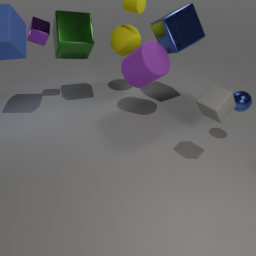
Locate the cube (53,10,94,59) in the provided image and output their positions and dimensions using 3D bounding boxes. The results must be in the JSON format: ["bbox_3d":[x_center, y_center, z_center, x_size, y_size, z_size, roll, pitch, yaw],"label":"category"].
[{"bbox_3d":[-2.285,-3.785,11.558,1.400,1.400,1.400,-4,-11,-21],"label":"cube"}]

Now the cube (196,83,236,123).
[{"bbox_3d":[2.473,-0.690,7.840,0.700,0.700,0.700,-49,49,-6],"label":"cube"}]

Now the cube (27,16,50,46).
[{"bbox_3d":[-3.568,-3.858,11.197,0.700,0.700,0.700,12,58,-29],"label":"cube"}]

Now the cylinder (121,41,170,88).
[{"bbox_3d":[0.675,-2.448,10.946,1.400,1.400,1.400,-29,5,-38],"label":"cylinder"}]

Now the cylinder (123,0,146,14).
[{"bbox_3d":[0.255,-5.063,11.376,0.700,0.700,0.700,24,39,25],"label":"cylinder"}]

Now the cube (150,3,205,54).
[{"bbox_3d":[1.981,-3.950,11.326,1.400,1.400,1.400,-31,18,-8],"label":"cube"}]

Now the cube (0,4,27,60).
[{"bbox_3d":[-4.566,-3.351,9.979,1.400,1.400,1.400,-4,-9,2],"label":"cube"}]

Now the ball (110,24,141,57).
[{"bbox_3d":[-0.108,-3.952,12.680,1.400,1.400,1.400,0,32,0],"label":"ball"}]

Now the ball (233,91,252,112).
[{"bbox_3d":[3.780,-0.895,9.385,0.700,0.700,0.700,0,32,0],"label":"ball"}]
